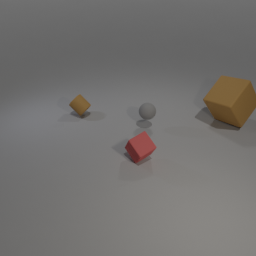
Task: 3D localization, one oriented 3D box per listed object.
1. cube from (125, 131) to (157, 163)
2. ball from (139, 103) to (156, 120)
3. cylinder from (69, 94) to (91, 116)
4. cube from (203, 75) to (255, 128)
[{"bbox_3d":[0.415,0.659,9.461,0.700,0.700,0.700,-29,75,-23],"label":"cube"},{"bbox_3d":[0.787,-0.677,11.338,0.700,0.700,0.700,0,29,0],"label":"ball"},{"bbox_3d":[-2.125,-1.019,12.419,0.700,0.700,0.700,45,34,-6],"label":"cylinder"},{"bbox_3d":[4.266,-1.114,11.574,1.400,1.400,1.400,-51,38,-9],"label":"cube"}]
